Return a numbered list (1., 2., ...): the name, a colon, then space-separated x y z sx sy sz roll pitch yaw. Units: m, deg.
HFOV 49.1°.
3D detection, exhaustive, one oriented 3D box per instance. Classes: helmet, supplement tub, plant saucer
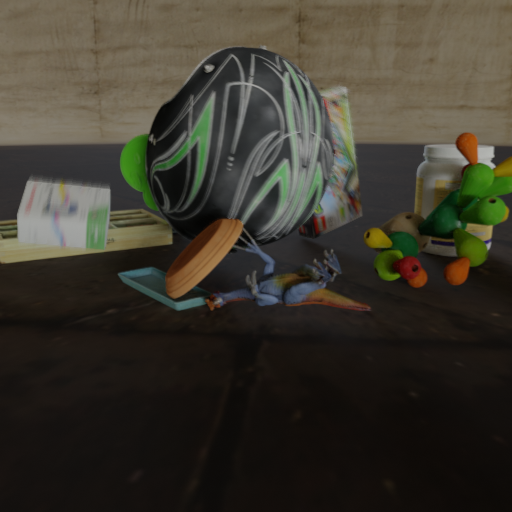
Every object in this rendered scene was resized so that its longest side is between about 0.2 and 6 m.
1. helmet: -0.162 -1.663 8.982 2.998 2.998 2.858 -13 -9 -42
2. supplement tub: 3.491 -1.005 9.870 1.335 1.836 1.335 0 14 0
3. plant saucer: -0.734 -0.023 7.355 1.361 0.255 1.361 -41 15 14
4. plant saucer: -1.275 0.436 7.687 0.583 0.158 1.668 -11 17 -37

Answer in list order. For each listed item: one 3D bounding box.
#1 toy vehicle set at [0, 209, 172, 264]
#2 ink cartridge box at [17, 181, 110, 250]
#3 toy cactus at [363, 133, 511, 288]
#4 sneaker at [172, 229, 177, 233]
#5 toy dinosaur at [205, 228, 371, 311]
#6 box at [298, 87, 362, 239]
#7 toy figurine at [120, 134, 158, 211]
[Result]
1. toy vehicle set: -3.298 -0.434 10.560 3.001 0.398 1.865 -8 16 -28
2. ink cartridge box: -3.067 -0.655 9.022 1.334 0.584 0.969 4 40 -12
3. toy cactus: 2.573 -0.522 8.547 3.099 1.584 2.557 -44 10 -24
4. sneaker: -1.404 -0.868 11.001 0.637 0.745 1.815 -18 5 -22
5. toy dinosaur: 0.235 0.500 6.891 1.589 1.751 0.919 -31 14 30
6. box: 1.283 -1.798 10.884 1.439 2.614 0.454 -26 26 -32
7. toy figurine: -1.821 -1.615 10.762 1.057 1.408 1.296 -17 8 10
